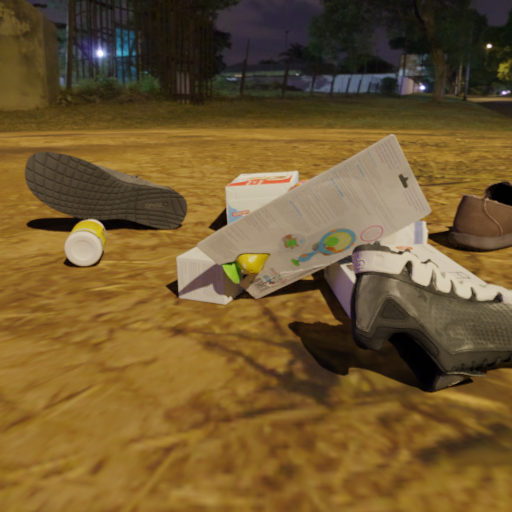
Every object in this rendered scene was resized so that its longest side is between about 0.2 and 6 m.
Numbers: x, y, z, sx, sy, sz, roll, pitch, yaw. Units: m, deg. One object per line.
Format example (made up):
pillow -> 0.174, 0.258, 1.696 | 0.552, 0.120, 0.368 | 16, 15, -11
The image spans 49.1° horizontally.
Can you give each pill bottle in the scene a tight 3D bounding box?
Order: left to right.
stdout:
pill bottle -> -2.782, -0.256, 9.248 | 0.576, 0.576, 1.025 | -2, 20, -7

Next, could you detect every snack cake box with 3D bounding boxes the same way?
snack cake box -> 0.202, -1.245, 11.647 | 1.331, 0.777, 2.314 | -1, 14, 7

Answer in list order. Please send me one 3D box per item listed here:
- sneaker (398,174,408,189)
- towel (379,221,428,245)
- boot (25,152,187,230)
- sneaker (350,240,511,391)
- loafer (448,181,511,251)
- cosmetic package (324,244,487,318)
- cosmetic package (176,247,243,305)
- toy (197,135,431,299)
sneaker -> 3.794, -2.088, 15.126 | 0.848, 1.014, 2.234 | 6, 16, 24
towel -> 1.705, -0.314, 10.168 | 2.766, 0.329, 2.032 | 2, 18, 15
boot -> -3.169, -1.349, 11.919 | 3.287, 1.147, 2.164 | 19, 6, -21
sneaker -> 1.991, 0.786, 5.380 | 2.562, 1.159, 0.851 | 18, -13, -10
loafer -> 4.869, -0.845, 10.546 | 3.119, 1.107, 1.139 | -13, 20, -38
cosmetic package -> 1.884, 0.349, 7.427 | 1.591, 0.545, 2.111 | 0, 16, -5
cosmetic package -> -0.616, 0.256, 7.606 | 0.722, 0.604, 0.601 | 7, 18, 22
toy -> 0.672, -0.486, 6.829 | 2.527, 1.455, 0.597 | -30, 47, 14
